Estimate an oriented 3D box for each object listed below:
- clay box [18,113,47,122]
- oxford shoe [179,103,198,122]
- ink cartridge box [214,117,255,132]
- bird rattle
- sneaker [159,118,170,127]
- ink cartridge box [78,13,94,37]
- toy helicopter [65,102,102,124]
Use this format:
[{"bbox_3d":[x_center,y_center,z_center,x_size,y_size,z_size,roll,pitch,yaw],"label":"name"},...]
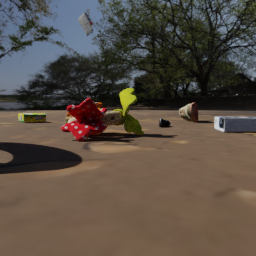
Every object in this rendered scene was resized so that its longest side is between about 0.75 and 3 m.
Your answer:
[{"bbox_3d":[-4.257,-0.464,12.448,0.943,0.391,1.641,-3,5,-30],"label":"clay box"},{"bbox_3d":[2.752,-0.647,12.810,0.862,0.827,2.335,-3,-7,16],"label":"oxford shoe"},{"bbox_3d":[3.662,-0.112,7.854,2.211,0.433,1.099,1,4,3],"label":"ink cartridge box"},{"bbox_3d":[-0.688,-0.119,6.605,2.119,1.194,1.728,-21,5,-39],"label":"bird rattle"},{"bbox_3d":[1.264,-0.181,9.546,0.361,0.312,0.824,6,6,13],"label":"sneaker"},{"bbox_3d":[-1.809,-4.557,12.359,0.482,0.884,0.223,-30,-1,37],"label":"ink cartridge box"},{"bbox_3d":[-1.864,-0.480,10.631,1.347,0.804,2.037,4,14,15],"label":"toy helicopter"}]
